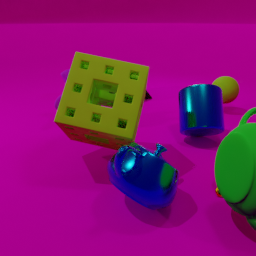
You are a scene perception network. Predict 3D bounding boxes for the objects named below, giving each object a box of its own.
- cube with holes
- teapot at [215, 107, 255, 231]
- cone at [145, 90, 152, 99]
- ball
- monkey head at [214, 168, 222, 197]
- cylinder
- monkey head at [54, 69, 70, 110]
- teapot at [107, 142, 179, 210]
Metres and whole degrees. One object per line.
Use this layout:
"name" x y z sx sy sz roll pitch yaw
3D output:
"cube with holes" -0.425 -0.412 5.404 1.340 1.340 1.340 12 -15 4
"teapot" 1.830 0.639 3.795 0.987 2.015 1.253 7 -19 -10
"cone" 0.253 -1.334 9.911 1.416 1.410 1.410 23 18 -16
"ball" 2.986 -1.168 8.642 0.843 0.843 0.843 0 22 0
"monkey head" 1.928 0.744 4.883 0.785 1.092 0.658 29 1 15
"cylinder" 1.737 -0.393 6.689 1.031 1.031 1.031 0 -13 0
"monkey head" -1.357 -1.012 7.284 1.399 1.007 0.843 -27 24 -14
"teapot" 0.329 0.686 4.442 1.167 0.919 1.876 31 -2 37
